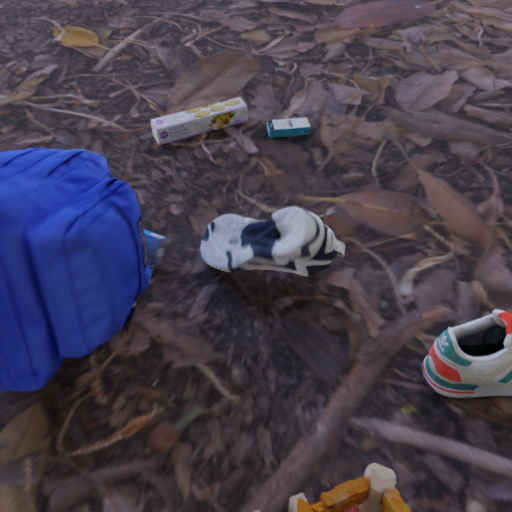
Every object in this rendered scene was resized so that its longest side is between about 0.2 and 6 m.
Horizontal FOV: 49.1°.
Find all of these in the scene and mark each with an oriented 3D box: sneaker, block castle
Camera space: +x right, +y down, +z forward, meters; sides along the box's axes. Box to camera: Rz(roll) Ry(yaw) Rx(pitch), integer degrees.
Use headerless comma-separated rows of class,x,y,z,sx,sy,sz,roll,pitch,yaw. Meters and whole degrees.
sneaker,4.091,1.457,8.676,2.881,1.347,1.014,-4,47,-3
block castle,0.572,3.987,6.271,3.209,1.505,2.144,-15,44,-17
sneaker,0.399,-0.121,10.387,2.769,1.802,1.105,-15,64,41

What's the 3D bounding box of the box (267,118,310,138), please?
box,0.787,-3.135,13.713,1.007,0.247,0.414,-6,47,-5

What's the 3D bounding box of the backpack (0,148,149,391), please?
backpack,-3.258,-0.005,8.738,3.124,3.025,3.723,2,24,4

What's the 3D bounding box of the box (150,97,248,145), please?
box,-1.359,-3.319,13.732,2.389,0.462,0.495,-19,50,-17

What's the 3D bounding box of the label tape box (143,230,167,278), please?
label tape box,-2.087,-0.055,10.686,0.564,0.782,0.247,20,12,18
